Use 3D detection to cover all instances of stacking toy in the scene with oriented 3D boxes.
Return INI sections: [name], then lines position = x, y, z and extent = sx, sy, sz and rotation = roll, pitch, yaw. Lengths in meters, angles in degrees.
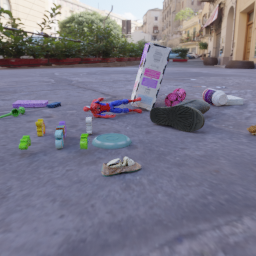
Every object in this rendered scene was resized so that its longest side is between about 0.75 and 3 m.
[stacking toy]
position = -2.054, 0.231, 8.535
extent = 1.820, 0.567, 2.414
rotation = -3, 18, -4

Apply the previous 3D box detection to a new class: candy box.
[candy box]
position = 1.037, -2.581, 13.800
extent = 1.066, 2.981, 2.501
rotation = 14, 14, -5

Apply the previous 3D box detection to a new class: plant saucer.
[plant saucer]
position = -0.492, 0.372, 8.600
extent = 1.220, 0.167, 1.220
rotation = 1, 15, 0

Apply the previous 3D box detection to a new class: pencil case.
[pencil case]
position = 2.486, -1.573, 14.294
extent = 0.862, 0.890, 1.900
rotation = 26, 22, 10

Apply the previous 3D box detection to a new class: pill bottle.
[pill bottle]
position = 4.540, -1.601, 14.595
extent = 0.791, 0.791, 1.407
rotation = -4, 16, -15

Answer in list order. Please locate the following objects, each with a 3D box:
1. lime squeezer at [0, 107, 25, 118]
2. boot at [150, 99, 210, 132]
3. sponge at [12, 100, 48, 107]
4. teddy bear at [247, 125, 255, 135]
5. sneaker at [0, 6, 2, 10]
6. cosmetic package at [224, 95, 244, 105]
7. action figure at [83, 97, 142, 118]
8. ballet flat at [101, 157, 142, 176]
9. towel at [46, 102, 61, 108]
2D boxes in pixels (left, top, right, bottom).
[lime squeezer]
position = -4.927, -0.704, 12.182
extent = 0.675, 0.361, 1.912
rotation = 4, 17, 12
[boot]
position = 2.470, -0.574, 10.962
extent = 2.670, 0.969, 2.427
rotation = -6, 17, -45
[sponge]
position = -4.965, -1.239, 14.308
extent = 1.610, 0.240, 0.898
rotation = 0, 15, -2
[teddy bear]
position = 4.429, 0.081, 9.532
extent = 0.668, 0.308, 0.921
rotation = 17, 14, 28
[sneaker]
position = -3.968, -3.116, 7.376
extent = 0.479, 0.871, 1.190
rotation = 39, 9, 4
[cosmetic package]
position = 5.403, -1.512, 15.103
extent = 1.006, 0.345, 1.335
rotation = -4, 16, -9
[action figure]
position = -0.509, -0.886, 11.782
extent = 2.641, 0.862, 1.307
rotation = -7, 6, -23
[ballet flat]
position = -0.127, 0.859, 6.470
extent = 1.030, 0.346, 0.351
rotation = -9, 17, -30
[towel]
position = -3.739, -1.158, 14.129
extent = 0.426, 0.185, 0.764
rotation = 6, 17, 21
